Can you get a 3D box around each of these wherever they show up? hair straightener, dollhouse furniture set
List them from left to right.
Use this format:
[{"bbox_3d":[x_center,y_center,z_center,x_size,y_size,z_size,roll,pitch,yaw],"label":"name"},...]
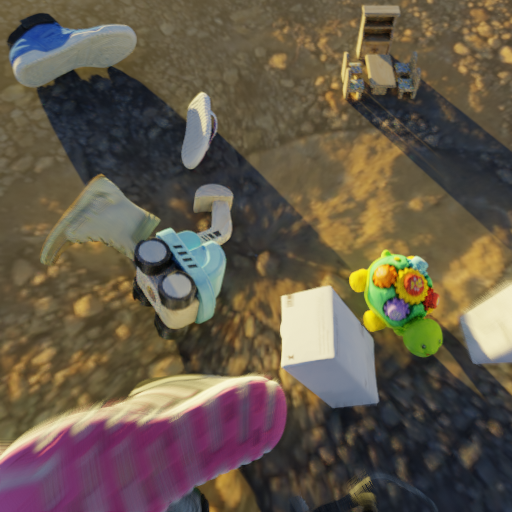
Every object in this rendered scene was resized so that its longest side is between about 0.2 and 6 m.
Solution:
[{"bbox_3d":[0.686,2.982,5.876,2.553,0.982,0.522,-18,22,-3],"label":"hair straightener"},{"bbox_3d":[2.317,-3.782,10.469,1.326,1.005,1.513,0,56,0],"label":"dollhouse furniture set"}]

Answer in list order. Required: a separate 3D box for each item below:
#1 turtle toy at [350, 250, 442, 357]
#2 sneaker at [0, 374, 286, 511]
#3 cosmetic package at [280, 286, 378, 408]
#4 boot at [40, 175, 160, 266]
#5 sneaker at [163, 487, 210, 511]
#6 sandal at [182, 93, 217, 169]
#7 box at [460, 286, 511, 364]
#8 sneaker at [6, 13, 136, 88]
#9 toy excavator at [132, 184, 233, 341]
[{"bbox_3d":[2.024,0.627,7.581,1.105,0.766,1.516,-15,81,-19],"label":"turtle toy"},{"bbox_3d":[-1.231,1.998,6.023,3.146,1.376,1.161,-10,89,-36],"label":"sneaker"},{"bbox_3d":[0.909,1.151,6.767,0.665,1.639,0.925,-13,57,22],"label":"cosmetic package"},{"bbox_3d":[-2.247,-0.239,8.084,1.180,0.550,1.526,37,89,-11],"label":"boot"},{"bbox_3d":[-2.113,2.850,5.846,3.273,1.394,1.277,-1,56,-2],"label":"sneaker"},{"bbox_3d":[-0.908,-2.181,9.736,0.425,0.704,1.731,26,48,-32],"label":"sandal"},{"bbox_3d":[3.797,0.841,6.958,2.063,1.203,0.620,1,62,-16],"label":"box"},{"bbox_3d":[-3.614,-4.221,10.816,2.368,0.909,1.317,-24,68,-7],"label":"sneaker"},{"bbox_3d":[-0.856,-0.039,8.145,2.035,1.017,1.979,-23,59,-30],"label":"toy excavator"}]
